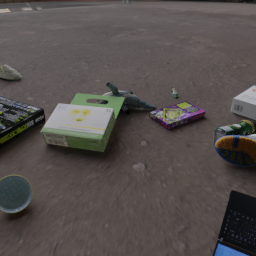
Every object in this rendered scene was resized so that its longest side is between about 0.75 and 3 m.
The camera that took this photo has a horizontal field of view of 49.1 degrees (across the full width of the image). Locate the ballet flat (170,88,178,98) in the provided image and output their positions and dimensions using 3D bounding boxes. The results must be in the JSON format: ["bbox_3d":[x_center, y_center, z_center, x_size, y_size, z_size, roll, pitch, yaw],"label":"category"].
[{"bbox_3d":[2.063,-1.603,12.558,0.280,0.280,0.754,-5,31,-8],"label":"ballet flat"}]

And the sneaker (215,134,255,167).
[{"bbox_3d":[3.740,0.603,8.434,2.376,0.894,1.047,7,19,1],"label":"sneaker"}]

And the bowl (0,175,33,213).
[{"bbox_3d":[-2.792,1.606,6.807,0.892,0.892,0.480,-16,-8,-24],"label":"bowl"}]

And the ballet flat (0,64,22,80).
[{"bbox_3d":[-6.468,-2.950,14.413,2.138,0.767,0.767,14,33,20],"label":"ballet flat"}]

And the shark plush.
[{"bbox_3d":[-0.092,-0.879,11.280,2.394,1.087,0.997,16,49,-13],"label":"shark plush"}]

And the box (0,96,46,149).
[{"bbox_3d":[-4.778,-0.260,9.961,2.607,0.619,2.518,15,36,23],"label":"box"}]

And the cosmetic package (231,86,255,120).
[{"bbox_3d":[5.648,-0.793,10.810,2.578,0.666,1.944,26,36,37],"label":"cosmetic package"}]

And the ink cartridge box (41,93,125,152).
[{"bbox_3d":[-1.426,-0.517,9.772,2.081,0.686,2.860,7,46,12],"label":"ink cartridge box"}]

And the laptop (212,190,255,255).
[{"bbox_3d":[2.596,2.180,5.429,1.583,0.922,1.786,16,69,23],"label":"laptop"}]

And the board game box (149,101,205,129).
[{"bbox_3d":[1.892,-0.531,10.755,1.875,0.303,1.125,-18,31,-27],"label":"board game box"}]

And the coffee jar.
[{"bbox_3d":[3.483,0.211,8.980,1.473,0.768,0.628,-13,21,-23],"label":"coffee jar"}]
